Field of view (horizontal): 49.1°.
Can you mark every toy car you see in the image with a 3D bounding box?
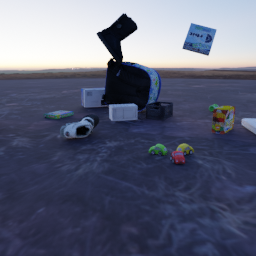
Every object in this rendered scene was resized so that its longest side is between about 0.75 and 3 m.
[{"bbox_3d":[1.198,0.656,8.156,1.245,0.295,1.323,7,14,26],"label":"toy car"}]

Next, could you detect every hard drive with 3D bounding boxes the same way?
[{"bbox_3d":[5.641,0.054,10.605,1.792,0.357,2.718,1,13,5],"label":"hard drive"}]

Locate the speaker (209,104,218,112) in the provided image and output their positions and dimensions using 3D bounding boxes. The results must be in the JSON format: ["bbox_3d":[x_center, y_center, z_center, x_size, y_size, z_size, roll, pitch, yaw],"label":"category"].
[{"bbox_3d":[4.841,-1.141,15.811,0.368,0.368,0.832,8,15,32],"label":"speaker"}]

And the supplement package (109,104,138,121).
[{"bbox_3d":[-0.230,-0.751,13.321,1.238,0.704,0.678,-3,15,-15],"label":"supplement package"}]

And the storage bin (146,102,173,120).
[{"bbox_3d":[1.577,-0.877,13.955,0.989,0.686,1.463,7,16,28],"label":"storage bin"}]

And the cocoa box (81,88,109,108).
[{"bbox_3d":[-1.982,-1.900,17.373,1.673,1.116,1.098,-5,14,-20],"label":"cocoa box"}]

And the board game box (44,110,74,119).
[{"bbox_3d":[-3.504,-0.685,14.211,0.864,0.187,1.284,6,14,27],"label":"board game box"}]

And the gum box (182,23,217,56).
[{"bbox_3d":[3.087,-3.832,12.070,1.172,1.379,0.307,19,-25,9],"label":"gum box"}]

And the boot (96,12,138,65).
[{"bbox_3d":[-0.221,-3.340,10.306,1.441,1.715,0.655,-35,-25,4],"label":"boot"}]

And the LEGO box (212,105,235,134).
[{"bbox_3d":[3.781,-0.345,11.066,0.485,0.935,1.256,10,17,35],"label":"LEGO box"}]

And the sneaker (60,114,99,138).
[{"bbox_3d":[-1.534,0.003,10.293,0.810,0.678,1.831,9,25,34],"label":"sneaker"}]

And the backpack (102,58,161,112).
[{"bbox_3d":[0.376,-2.338,15.840,2.970,2.718,2.183,19,18,31],"label":"backpack"}]
